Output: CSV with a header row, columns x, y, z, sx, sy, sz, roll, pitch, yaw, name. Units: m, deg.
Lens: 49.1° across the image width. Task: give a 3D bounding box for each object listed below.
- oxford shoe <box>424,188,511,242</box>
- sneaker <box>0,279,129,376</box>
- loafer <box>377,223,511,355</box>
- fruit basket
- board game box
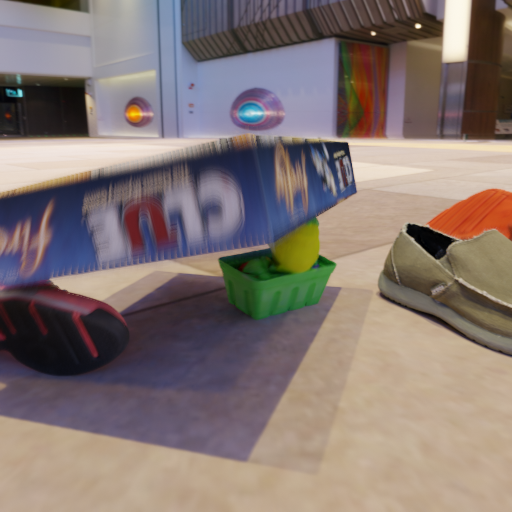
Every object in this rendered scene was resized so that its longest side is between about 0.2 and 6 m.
x,y,z,sx,sy,sz,roll,pitch,yaw,name
3.242,-0.072,7.179,1.292,1.316,3.629,-39,10,-12,oxford shoe
-2.064,0.400,4.990,2.191,0.807,0.950,4,36,16,sneaker
2.343,0.243,5.783,1.051,0.973,2.794,-10,17,-33,loafer
0.287,0.019,6.191,1.274,1.274,0.919,-11,25,-36,fruit basket
-0.596,-0.531,5.407,2.620,0.669,3.867,-9,7,19,board game box
